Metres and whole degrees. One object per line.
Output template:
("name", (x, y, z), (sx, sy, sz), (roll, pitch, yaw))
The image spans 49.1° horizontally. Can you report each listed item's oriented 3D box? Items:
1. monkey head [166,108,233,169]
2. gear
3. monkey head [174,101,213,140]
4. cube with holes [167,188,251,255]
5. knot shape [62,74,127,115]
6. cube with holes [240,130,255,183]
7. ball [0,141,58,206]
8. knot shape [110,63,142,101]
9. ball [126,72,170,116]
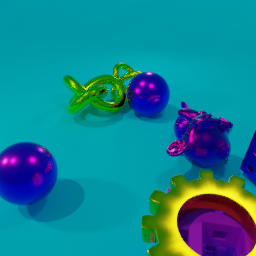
("monkey head", (1.460, 0.200, 5.765), (1.803, 1.087, 1.297), (9, 16, -37))
("gear", (0.883, 1.061, 2.869), (1.460, 0.270, 1.460), (-3, 37, 2))
("monkey head", (1.495, -0.045, 6.465), (0.810, 0.967, 1.344), (8, 68, -1))
("cube with holes", (1.035, 1.740, 3.348), (1.318, 1.318, 1.318), (6, 36, 11))
("knot shape", (-1.132, -1.019, 7.975), (1.789, 0.883, 1.912), (24, 31, 36))
("cube with holes", (3.178, 0.541, 5.174), (1.288, 1.288, 1.288), (-16, 43, -21))
("ball", (-1.789, 0.785, 4.897), (1.100, 1.100, 1.100), (0, 33, 0))
("knot shape", (0.080, -1.370, 8.649), (1.200, 1.283, 0.593), (10, -7, 4))
("ball", (0.548, -0.930, 7.698), (1.213, 1.213, 1.213), (0, 33, 0))
